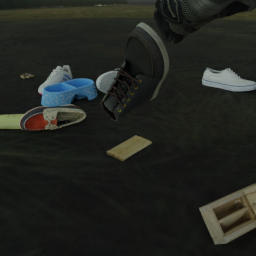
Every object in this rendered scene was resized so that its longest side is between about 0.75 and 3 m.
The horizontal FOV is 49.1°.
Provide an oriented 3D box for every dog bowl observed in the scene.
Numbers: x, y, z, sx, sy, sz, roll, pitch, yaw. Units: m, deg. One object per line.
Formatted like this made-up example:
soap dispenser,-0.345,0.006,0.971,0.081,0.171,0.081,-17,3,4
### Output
dog bowl,-2.467,-1.541,11.917,2.552,0.633,1.423,-22,34,-38

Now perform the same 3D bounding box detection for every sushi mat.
sushi mat,0.064,0.573,8.312,0.646,0.082,1.351,22,34,36

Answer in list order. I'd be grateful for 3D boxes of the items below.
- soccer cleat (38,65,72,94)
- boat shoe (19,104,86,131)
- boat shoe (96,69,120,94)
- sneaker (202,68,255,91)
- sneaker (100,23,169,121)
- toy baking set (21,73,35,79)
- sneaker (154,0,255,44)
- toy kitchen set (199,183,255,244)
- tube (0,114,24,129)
soccer cleat,-3.385,-2.266,12.920,0.821,1.015,2.351,9,29,17
boat shoe,-2.477,-0.314,9.393,2.199,0.783,0.688,-16,33,-38
boat shoe,-0.429,-2.201,12.910,0.933,1.036,2.929,24,28,38
sneaker,4.729,-2.307,13.140,2.492,0.882,0.910,12,29,23
sneaker,0.064,-1.002,6.075,1.326,2.497,0.934,-38,70,-16
toy baking set,-5.396,-2.774,14.977,0.656,0.099,0.855,-20,33,-40
sneaker,1.213,-1.982,4.394,2.176,0.832,1.247,-32,13,-38
toy kitchen set,2.604,1.661,4.798,1.609,1.784,1.455,-14,71,-25
tube,-4.352,-0.209,9.474,1.981,0.514,0.575,-1,-12,9
